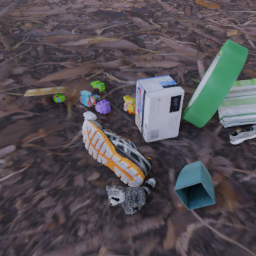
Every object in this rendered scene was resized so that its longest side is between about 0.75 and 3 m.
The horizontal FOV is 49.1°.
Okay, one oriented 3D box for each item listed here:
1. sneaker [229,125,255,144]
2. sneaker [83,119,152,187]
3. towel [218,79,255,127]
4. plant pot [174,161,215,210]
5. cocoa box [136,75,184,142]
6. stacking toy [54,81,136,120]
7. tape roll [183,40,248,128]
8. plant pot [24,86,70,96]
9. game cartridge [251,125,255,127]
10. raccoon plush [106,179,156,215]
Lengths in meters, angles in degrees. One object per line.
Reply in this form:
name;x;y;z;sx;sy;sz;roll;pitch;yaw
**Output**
sneaker;3.246;0.133;7.769;0.902;0.358;0.333;-28;25;17
sneaker;-0.297;0.528;7.017;2.118;0.829;0.818;44;47;9
towel;3.832;-0.886;9.153;1.772;0.364;2.375;-4;35;15
plant pot;1.513;1.206;6.267;0.645;0.646;0.914;-25;23;29
cocoa box;0.854;-0.561;8.026;1.039;1.558;1.022;-11;39;-15
stacking toy;-1.103;-0.820;9.258;1.807;0.563;2.397;-25;41;-36
tape roll;2.475;-1.250;8.129;0.612;2.546;2.546;30;43;5
plant pot;-2.677;-1.236;9.282;1.471;0.202;1.471;-5;11;1
game cartridge;4.129;0.071;8.414;0.910;0.184;0.607;-20;46;-24
raccoon plush;0.022;1.332;6.199;0.772;0.557;1.152;50;43;-7
